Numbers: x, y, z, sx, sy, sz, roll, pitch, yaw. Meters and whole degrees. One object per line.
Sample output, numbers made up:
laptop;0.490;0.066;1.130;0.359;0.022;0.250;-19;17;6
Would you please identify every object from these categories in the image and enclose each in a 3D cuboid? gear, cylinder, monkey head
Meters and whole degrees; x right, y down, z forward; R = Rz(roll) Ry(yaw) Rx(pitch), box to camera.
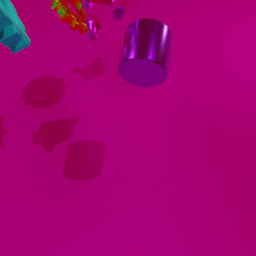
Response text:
gear;-2.524;-2.384;5.241;0.358;1.938;1.938;-28;60;-3
cylinder;0.328;-1.362;5.174;0.902;0.902;0.902;8;68;5
monkey head;-0.380;-2.168;5.358;0.937;1.555;1.119;-5;91;4
gear;-1.362;-2.930;6.841;0.239;1.293;1.293;-30;51;30
